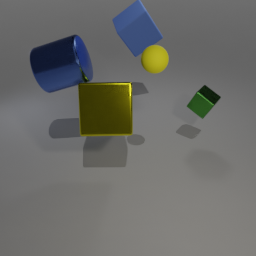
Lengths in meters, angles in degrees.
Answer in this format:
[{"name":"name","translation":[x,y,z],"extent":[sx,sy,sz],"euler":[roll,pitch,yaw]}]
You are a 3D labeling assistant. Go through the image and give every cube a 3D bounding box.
[{"name":"cube","translation":[2.543,-0.881,9.407],"extent":[0.700,0.700,0.700],"euler":[40,46,11]},{"name":"cube","translation":[0.381,-4.137,11.639],"extent":[1.400,1.400,1.400],"euler":[-32,41,16]},{"name":"cube","translation":[-0.577,-0.569,7.920],"extent":[1.400,1.400,1.400],"euler":[-1,8,0]}]

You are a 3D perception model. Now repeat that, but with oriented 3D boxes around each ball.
[{"name":"ball","translation":[0.674,-1.735,7.085],"extent":[0.700,0.700,0.700],"euler":[0,30,0]}]

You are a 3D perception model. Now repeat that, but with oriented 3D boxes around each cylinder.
[{"name":"cylinder","translation":[-1.938,-1.892,8.354],"extent":[1.400,1.400,1.400],"euler":[-14,28,10]}]
